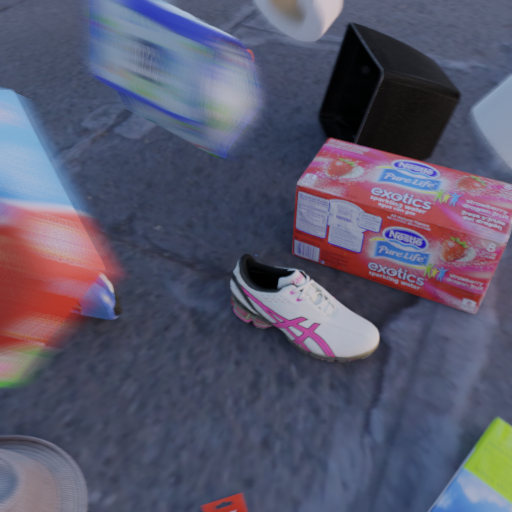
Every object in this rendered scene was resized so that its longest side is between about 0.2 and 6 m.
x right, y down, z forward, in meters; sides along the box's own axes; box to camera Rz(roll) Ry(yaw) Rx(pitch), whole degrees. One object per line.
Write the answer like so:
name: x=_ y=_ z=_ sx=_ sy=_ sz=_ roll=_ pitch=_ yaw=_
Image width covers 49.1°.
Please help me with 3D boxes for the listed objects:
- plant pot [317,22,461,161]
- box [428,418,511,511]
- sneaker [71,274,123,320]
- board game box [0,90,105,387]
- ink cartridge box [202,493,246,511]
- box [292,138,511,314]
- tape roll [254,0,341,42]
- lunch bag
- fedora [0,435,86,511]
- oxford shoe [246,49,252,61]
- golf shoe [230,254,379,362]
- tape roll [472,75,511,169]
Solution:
plant pot: x=2.728 y=-3.096 z=11.414 sx=2.005 sy=2.255 sz=2.260 roll=3 pitch=44 yaw=-14
box: x=2.809 y=2.944 z=6.485 sx=1.171 sy=0.458 sz=1.921 roll=34 pitch=54 yaw=29
sneaker: x=-3.069 y=0.677 z=8.456 sx=2.284 sy=0.897 sz=1.018 roll=9 pitch=41 yaw=20
board game box: x=-2.604 y=-0.004 z=5.504 sx=0.519 sy=2.574 sz=1.970 roll=-17 pitch=70 yaw=-46
ink cartridge box: x=-0.264 y=3.201 z=6.381 sx=0.525 sy=0.242 sz=0.963 roll=-13 pitch=48 yaw=-13
box: x=2.335 y=-0.553 z=9.153 sx=3.211 sy=1.601 sz=1.533 roll=18 pitch=48 yaw=18
tape roll: x=0.622 y=-4.274 z=9.148 sx=1.529 sy=1.529 sz=0.535 roll=32 pitch=80 yaw=28
lunch bag: x=-1.288 y=-3.020 z=8.947 sx=2.229 sy=2.622 sz=1.671 roll=29 pitch=76 yaw=15
fedora: x=-3.217 y=2.789 z=6.206 sx=2.397 sy=1.082 sz=2.120 roll=-1 pitch=45 yaw=-1
oxford shoe: x=-1.172 y=-4.627 z=13.778 sx=2.368 sy=0.844 sz=0.863 roll=-27 pitch=46 yaw=-24
golf shoe: x=0.663 y=0.764 z=8.217 sx=2.399 sy=1.105 sz=0.871 roll=21 pitch=48 yaw=18
tape roll: x=3.012 y=-1.381 z=5.835 sx=1.247 sy=0.857 sz=1.247 roll=26 pitch=42 yaw=-26
